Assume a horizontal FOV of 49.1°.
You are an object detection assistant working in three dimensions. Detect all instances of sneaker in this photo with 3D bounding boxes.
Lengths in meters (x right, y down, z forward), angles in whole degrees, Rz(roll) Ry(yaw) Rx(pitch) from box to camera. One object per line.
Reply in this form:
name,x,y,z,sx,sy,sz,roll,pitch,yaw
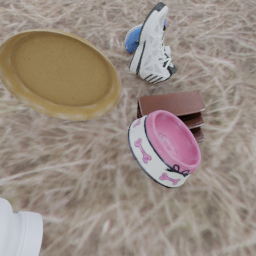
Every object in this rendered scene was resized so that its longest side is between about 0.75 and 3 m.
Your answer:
sneaker,0.552,-3.044,9.316,0.687,1.748,0.779,12,57,-41
sneaker,0.995,-2.310,8.178,1.385,2.408,0.909,32,49,9

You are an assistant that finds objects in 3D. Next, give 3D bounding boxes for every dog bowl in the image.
dog bowl,0.903,0.389,6.385,1.849,0.682,1.849,29,38,-26

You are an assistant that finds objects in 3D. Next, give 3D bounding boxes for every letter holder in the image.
letter holder,1.191,-0.207,7.578,1.729,0.870,1.229,-7,56,-5

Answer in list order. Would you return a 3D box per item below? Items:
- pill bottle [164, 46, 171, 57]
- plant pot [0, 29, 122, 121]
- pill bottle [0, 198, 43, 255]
pill bottle,0.895,-2.463,9.353,0.993,0.553,0.553,-8,54,2
plant pot,-1.606,-1.201,6.759,2.977,2.977,0.409,5,55,3
pill bottle,-3.014,1.924,4.998,2.683,1.495,1.495,19,47,-30
